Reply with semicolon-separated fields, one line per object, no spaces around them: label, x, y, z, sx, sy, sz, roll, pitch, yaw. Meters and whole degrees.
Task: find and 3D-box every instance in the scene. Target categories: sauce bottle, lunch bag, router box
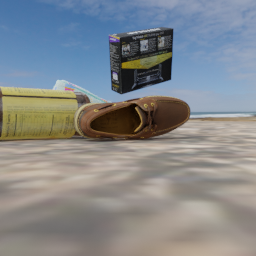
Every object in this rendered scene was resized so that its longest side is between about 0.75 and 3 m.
sauce bottle;-2.057;-0.259;4.729;2.836;0.918;0.918;1;1;-31
lunch bag;-1.509;-0.740;9.060;2.061;0.991;2.570;24;1;-6
router box;0.587;-2.756;11.256;2.778;2.184;0.726;-20;33;-32

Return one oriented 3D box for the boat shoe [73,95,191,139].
boat shoe;0.188;-0.139;4.872;2.169;0.781;0.733;-6;10;-20
